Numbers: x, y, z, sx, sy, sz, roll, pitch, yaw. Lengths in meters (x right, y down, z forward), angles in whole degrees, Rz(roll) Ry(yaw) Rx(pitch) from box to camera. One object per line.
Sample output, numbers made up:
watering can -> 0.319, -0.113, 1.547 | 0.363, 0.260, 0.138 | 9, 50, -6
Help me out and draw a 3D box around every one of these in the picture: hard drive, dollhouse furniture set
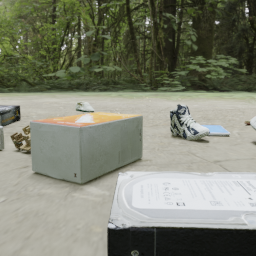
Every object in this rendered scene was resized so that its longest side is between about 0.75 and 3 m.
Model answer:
hard drive -> 0.945, 0.921, 3.230 | 2.243, 0.424, 1.567 | 1, 10, 3
dollhouse furniture set -> -2.071, 0.310, 6.936 | 1.013, 0.768, 1.156 | 7, 34, 38

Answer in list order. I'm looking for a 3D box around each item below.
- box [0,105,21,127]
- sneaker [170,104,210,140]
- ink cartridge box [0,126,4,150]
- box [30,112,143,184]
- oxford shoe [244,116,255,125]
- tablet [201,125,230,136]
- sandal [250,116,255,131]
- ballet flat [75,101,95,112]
box -> -5.736, -0.461, 10.939 | 2.161, 0.659, 2.728 | 0, 9, -2
sneaker -> 1.715, -0.233, 8.225 | 0.593, 0.967, 1.486 | -23, 17, -19
ink cartridge box -> -3.752, 0.311, 6.336 | 1.060, 0.612, 1.451 | 3, 10, 21
box -> -0.715, 0.262, 5.525 | 1.235, 0.967, 1.985 | 6, 11, 32
oxford shoe -> 4.952, -0.320, 11.027 | 0.985, 0.363, 0.349 | -5, 11, -29
tablet -> 2.707, 0.069, 9.417 | 1.100, 0.115, 1.691 | 1, 8, 8
sandal -> 4.027, 0.276, 6.974 | 0.957, 0.578, 2.353 | -19, 28, -18
ballet flat -> -2.530, -1.240, 16.099 | 0.603, 0.603, 1.738 | -7, 12, -39
